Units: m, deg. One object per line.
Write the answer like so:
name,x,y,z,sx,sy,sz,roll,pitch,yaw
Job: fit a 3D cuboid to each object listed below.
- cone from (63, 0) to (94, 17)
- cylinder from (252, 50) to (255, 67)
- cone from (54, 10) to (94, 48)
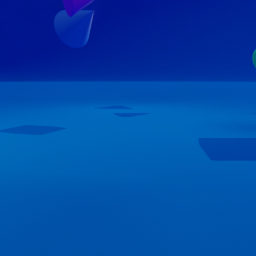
cone,-1.275,-4.112,8.548,1.238,1.233,1.233,-15,15,-20
cylinder,4.549,-2.278,8.602,0.992,0.992,0.992,-37,26,-22
cone,-1.750,-4.096,10.671,1.560,1.560,1.566,-9,-3,-42
